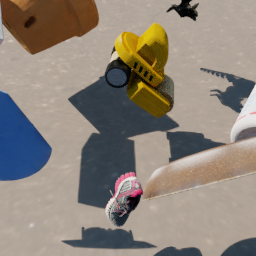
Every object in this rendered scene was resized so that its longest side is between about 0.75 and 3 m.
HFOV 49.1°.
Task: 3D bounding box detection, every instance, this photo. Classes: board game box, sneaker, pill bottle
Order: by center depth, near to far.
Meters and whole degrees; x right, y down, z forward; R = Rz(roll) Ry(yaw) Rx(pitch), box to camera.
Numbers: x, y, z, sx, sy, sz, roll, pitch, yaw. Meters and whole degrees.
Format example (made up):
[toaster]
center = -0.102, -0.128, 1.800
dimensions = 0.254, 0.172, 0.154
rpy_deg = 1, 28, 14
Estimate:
[board game box]
center = -2.240, 0.066, 4.697
dimensions = 1.591, 2.014, 0.392
rpy_deg = -20, 37, 13
[sneaker]
center = -0.068, 1.350, 4.911
dimensions = 0.488, 1.211, 0.452
rpy_deg = -9, 40, -28
[pill bottle]
center = 3.108, -0.461, 5.468
dimensions = 1.379, 1.379, 2.537
rpy_deg = 27, 59, 20

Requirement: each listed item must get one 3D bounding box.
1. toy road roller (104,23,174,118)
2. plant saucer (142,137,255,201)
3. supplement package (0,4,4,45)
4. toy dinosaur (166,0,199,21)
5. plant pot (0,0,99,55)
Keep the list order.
[toy road roller]
center = 0.527, -1.349, 6.258
dimensions = 1.974, 1.441, 1.213
rpy_deg = 36, 38, -22
[plant saucer]
center = 1.412, 0.530, 3.966
dimensions = 2.604, 2.604, 0.418
rpy_deg = -12, 76, -9
[supplement package]
center = -3.076, -2.215, 5.118
dimensions = 1.087, 1.047, 1.912
rpy_deg = 9, 59, -46
[toy dinosaur]
center = 1.692, -3.943, 7.344
dimensions = 1.349, 2.642, 1.793
rpy_deg = 32, 83, -19
[plant pot]
center = -2.317, -3.162, 7.005
dimensions = 1.897, 2.711, 2.711
rpy_deg = -41, 61, -9
